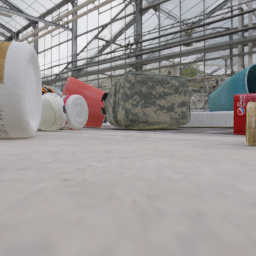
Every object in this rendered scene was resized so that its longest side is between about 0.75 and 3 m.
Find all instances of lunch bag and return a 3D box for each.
[{"bbox_3d":[0.442,-0.645,7.919,2.099,1.462,1.760,-2,-9,-22],"label":"lunch bag"}]

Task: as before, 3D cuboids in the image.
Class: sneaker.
[{"bbox_3d":[-2.462,-0.295,6.798,2.482,0.933,1.006,-3,11,39],"label":"sneaker"}]

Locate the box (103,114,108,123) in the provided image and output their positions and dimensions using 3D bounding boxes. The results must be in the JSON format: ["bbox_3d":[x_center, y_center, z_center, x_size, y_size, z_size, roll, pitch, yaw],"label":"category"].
[{"bbox_3d":[-1.962,-0.777,14.845,1.264,0.891,1.708,13,9,26],"label":"box"}]

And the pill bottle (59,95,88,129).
[{"bbox_3d":[-2.044,-0.437,7.802,1.689,0.935,0.935,1,2,25],"label":"pill bottle"}]

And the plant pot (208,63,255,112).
[{"bbox_3d":[4.722,-1.160,11.766,2.393,2.393,2.248,-1,-12,-34],"label":"plant pot"}]

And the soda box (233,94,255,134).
[{"bbox_3d":[2.977,-0.267,5.666,0.822,0.745,2.348,2,2,43],"label":"soda box"}]

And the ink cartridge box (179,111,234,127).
[{"bbox_3d":[2.585,-0.324,10.119,2.665,0.626,2.634,-1,3,25],"label":"ink cartridge box"}]

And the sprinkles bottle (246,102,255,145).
[{"bbox_3d":[1.991,-0.046,2.867,1.442,0.492,0.492,1,2,24],"label":"sprinkles bottle"}]

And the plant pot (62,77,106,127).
[{"bbox_3d":[-1.447,-0.763,9.398,1.455,1.644,1.644,14,0,-8],"label":"plant pot"}]

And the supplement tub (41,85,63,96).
[{"bbox_3d":[-4.175,-1.002,11.914,1.796,1.796,2.931,1,3,25],"label":"supplement tub"}]

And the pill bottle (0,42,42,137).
[{"bbox_3d":[-2.670,-0.568,4.136,2.516,1.439,1.439,0,2,-8],"label":"pill bottle"}]
